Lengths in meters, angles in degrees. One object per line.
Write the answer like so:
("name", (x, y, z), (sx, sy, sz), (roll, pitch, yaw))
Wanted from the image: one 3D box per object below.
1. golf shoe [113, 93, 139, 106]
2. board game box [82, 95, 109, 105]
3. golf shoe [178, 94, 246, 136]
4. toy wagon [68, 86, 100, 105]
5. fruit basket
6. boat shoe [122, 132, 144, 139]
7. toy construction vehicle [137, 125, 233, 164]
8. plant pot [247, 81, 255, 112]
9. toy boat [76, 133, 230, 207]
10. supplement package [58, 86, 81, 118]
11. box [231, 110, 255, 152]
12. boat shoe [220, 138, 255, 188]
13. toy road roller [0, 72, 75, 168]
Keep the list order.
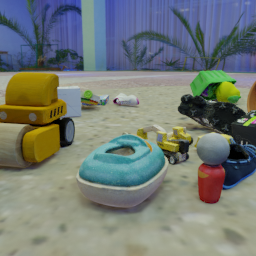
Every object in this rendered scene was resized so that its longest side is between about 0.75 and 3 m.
("golf shoe", (-0.104, -1.228, 13.069), (0.683, 0.562, 1.493), (-31, 29, -32))
("board game box", (-1.605, -1.425, 14.065), (1.142, 0.291, 1.686), (0, 14, 2))
("golf shoe", (2.721, -0.376, 8.615), (2.345, 0.912, 1.108), (30, 3, 30))
("toy wagon", (-2.337, -1.445, 12.266), (2.227, 0.441, 1.728), (10, -3, -5))
("fruit basket", (4.561, -1.844, 14.120), (2.359, 1.701, 2.359), (15, 49, -18))
("boat shoe", (0.263, 0.426, 6.390), (0.441, 0.497, 1.329), (-6, 17, -24))
("toy construction vehicle", (1.349, 0.251, 6.706), (1.648, 0.667, 1.893), (-9, 17, -32))
("plant pot", (4.928, -0.752, 8.488), (1.431, 2.045, 2.045), (10, 6, -34))
("toy boat", (0.425, 0.557, 4.657), (2.337, 1.086, 1.964), (4, 14, 15))
("supplement package", (-2.564, -1.000, 10.725), (1.423, 1.108, 0.789), (-4, 15, -16))
("box", (3.158, 0.139, 6.654), (0.956, 0.800, 1.287), (11, 24, 41))
("boat shoe", (2.154, 0.595, 5.433), (0.769, 0.627, 1.827), (9, 17, 30))
("toy road roller", (-2.371, -0.323, 6.532), (1.564, 1.858, 2.546), (3, 15, 11))
